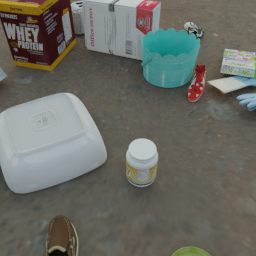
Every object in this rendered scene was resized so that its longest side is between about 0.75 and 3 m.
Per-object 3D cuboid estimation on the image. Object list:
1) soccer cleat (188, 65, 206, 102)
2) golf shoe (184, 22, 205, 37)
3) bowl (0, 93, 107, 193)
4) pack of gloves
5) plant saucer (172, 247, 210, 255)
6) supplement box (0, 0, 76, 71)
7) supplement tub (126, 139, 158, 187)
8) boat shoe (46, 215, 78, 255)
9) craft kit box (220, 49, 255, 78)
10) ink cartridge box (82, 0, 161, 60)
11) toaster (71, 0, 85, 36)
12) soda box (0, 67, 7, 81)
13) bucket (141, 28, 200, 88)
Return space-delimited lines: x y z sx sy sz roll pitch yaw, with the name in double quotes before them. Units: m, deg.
"soccer cleat" 2.548 -1.574 10.207 0.543 0.674 1.582 8 67 21
"golf shoe" 3.079 -4.733 13.477 0.579 0.476 1.225 -29 50 -27
"bowl" -2.278 0.157 7.939 2.888 1.080 2.892 -19 51 -17
"pack of gloves" 4.629 -1.273 10.076 2.742 0.541 2.303 -15 35 -19
"plant saucer" 1.345 3.005 5.745 1.078 0.167 1.078 0 44 0
"supplement box" -3.536 -4.165 11.369 1.707 2.571 2.536 11 45 11
"supplement tub" 0.355 0.895 7.219 0.810 1.122 0.810 0 44 0
"boat shoe" -1.369 2.578 5.802 0.689 0.690 1.865 -10 45 -10
"craft kit box" 4.660 -2.567 11.129 1.786 0.433 1.764 12 40 14
"ink cartridge box" -0.254 -4.252 11.746 2.949 2.164 1.222 16 44 15
"toaster" -1.905 -5.360 13.524 2.006 1.295 1.140 -18 48 -18
"soda box" -5.394 -1.476 9.743 0.719 0.773 2.266 -7 34 39
"bucket" 1.541 -2.657 10.630 2.237 1.455 2.237 0 43 0
